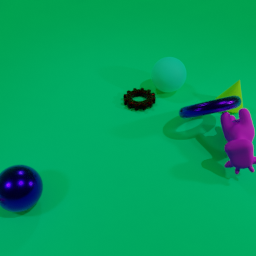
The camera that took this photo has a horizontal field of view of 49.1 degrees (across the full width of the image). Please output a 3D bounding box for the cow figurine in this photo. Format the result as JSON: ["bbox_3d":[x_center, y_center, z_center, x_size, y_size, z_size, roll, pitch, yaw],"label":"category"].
[{"bbox_3d":[2.995,0.352,7.447,0.934,1.701,1.674,-13,79,28],"label":"cow figurine"}]

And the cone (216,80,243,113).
[{"bbox_3d":[3.389,-1.136,8.950,0.927,0.930,0.927,6,40,-5],"label":"cone"}]

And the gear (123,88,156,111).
[{"bbox_3d":[0.386,-0.983,9.414,1.075,0.199,1.075,-2,40,1],"label":"gear"}]

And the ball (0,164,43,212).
[{"bbox_3d":[-2.489,1.366,6.382,1.062,1.062,1.062,0,44,0],"label":"ball"}]

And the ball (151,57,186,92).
[{"bbox_3d":[1.395,-1.823,9.600,1.193,1.193,1.193,0,44,0],"label":"ball"}]

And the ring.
[{"bbox_3d":[2.323,-0.592,8.028,1.757,0.351,1.757,-13,1,0],"label":"ring"}]
